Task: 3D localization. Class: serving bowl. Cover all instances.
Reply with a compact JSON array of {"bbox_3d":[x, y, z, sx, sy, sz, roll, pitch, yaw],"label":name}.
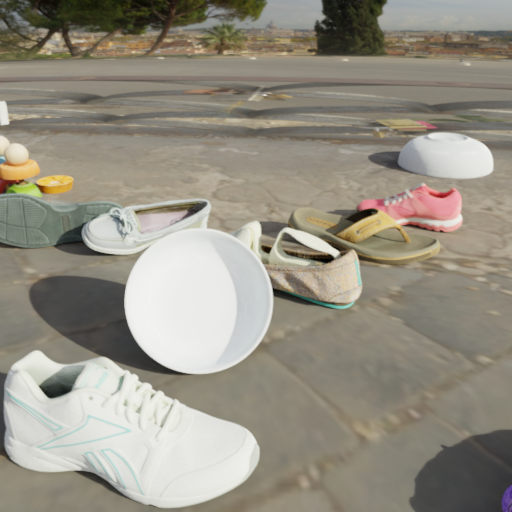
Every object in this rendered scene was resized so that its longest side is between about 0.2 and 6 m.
[{"bbox_3d":[4.992,-2.741,14.742,2.408,0.792,2.408,-1,24,0],"label":"serving bowl"},{"bbox_3d":[-0.700,0.566,6.863,1.746,1.746,0.574,-4,-12,-9],"label":"serving bowl"}]

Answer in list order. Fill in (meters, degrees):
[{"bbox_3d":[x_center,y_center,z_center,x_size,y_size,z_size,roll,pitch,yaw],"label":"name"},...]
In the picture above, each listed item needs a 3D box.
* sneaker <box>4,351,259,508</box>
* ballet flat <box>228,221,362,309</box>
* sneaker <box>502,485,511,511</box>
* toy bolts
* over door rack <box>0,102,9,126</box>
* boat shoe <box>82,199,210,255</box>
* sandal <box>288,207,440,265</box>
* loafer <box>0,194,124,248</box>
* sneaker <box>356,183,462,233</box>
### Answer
[{"bbox_3d":[-1.226,1.535,5.123,2.542,1.019,0.894,7,24,11],"label":"sneaker"},{"bbox_3d":[0.210,0.003,8.494,2.898,0.974,0.986,9,25,20],"label":"ballet flat"},{"bbox_3d":[3.010,1.839,4.699,2.124,0.856,0.886,-10,21,-20],"label":"sneaker"},{"bbox_3d":[-5.244,-2.053,12.637,1.832,1.270,1.750,15,29,30],"label":"toy bolts"},{"bbox_3d":[-8.131,-2.819,14.149,3.402,1.133,2.514,-8,15,39],"label":"over door rack"},{"bbox_3d":[-1.892,-0.594,9.819,2.257,0.724,0.832,-7,55,-25],"label":"boat shoe"},{"bbox_3d":[1.841,-0.506,9.810,2.707,0.731,1.087,18,32,21],"label":"sandal"},{"bbox_3d":[-3.706,-0.638,10.243,2.637,0.947,0.829,2,6,-14],"label":"loafer"},{"bbox_3d":[2.950,-1.032,10.781,1.986,0.862,0.732,5,34,12],"label":"sneaker"}]
